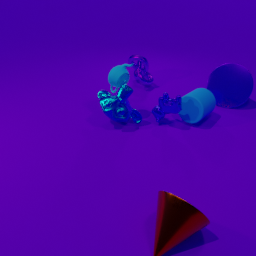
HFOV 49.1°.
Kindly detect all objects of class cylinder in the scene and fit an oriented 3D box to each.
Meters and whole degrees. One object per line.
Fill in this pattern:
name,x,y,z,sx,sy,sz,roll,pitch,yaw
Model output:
cylinder,2.165,-0.711,8.857,0.913,0.913,0.913,25,36,31

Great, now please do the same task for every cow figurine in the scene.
cow figurine,1.195,-0.571,8.557,1.001,0.985,0.550,15,42,31

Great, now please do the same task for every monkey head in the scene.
monkey head,-0.235,-0.777,8.634,1.680,1.209,1.012,34,12,6

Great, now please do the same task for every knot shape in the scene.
knot shape,0.543,-2.194,10.923,0.615,1.330,1.245,-29,78,-2

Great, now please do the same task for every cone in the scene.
cone,3.771,-1.517,10.289,1.522,1.522,1.528,16,11,22
cone,0.773,1.987,5.306,1.134,1.134,1.138,24,67,31

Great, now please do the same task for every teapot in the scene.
teapot,-0.220,-1.557,8.501,0.539,1.102,0.685,42,20,29
